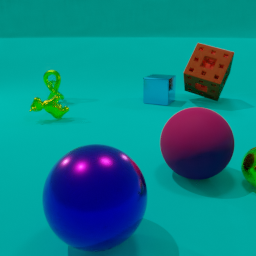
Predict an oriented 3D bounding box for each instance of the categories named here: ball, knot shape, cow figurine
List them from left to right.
[{"bbox_3d":[-2.494,-0.619,8.795,1.015,1.032,0.566,-40,19,-8],"label":"cow figurine"},{"bbox_3d":[-2.897,-1.654,10.855,0.592,1.198,1.281,-13,10,-23],"label":"knot shape"},{"bbox_3d":[-0.416,0.878,3.647,1.342,1.342,1.342,0,20,0],"label":"ball"},{"bbox_3d":[1.304,0.292,5.356,1.375,1.375,1.375,0,20,0],"label":"ball"},{"bbox_3d":[2.472,0.710,5.066,0.799,0.799,0.799,0,20,0],"label":"ball"}]

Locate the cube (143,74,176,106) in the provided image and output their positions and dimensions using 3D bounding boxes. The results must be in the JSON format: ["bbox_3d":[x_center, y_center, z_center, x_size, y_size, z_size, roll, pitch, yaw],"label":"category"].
[{"bbox_3d":[1.238,-1.516,10.937,1.003,1.003,1.003,8,21,24],"label":"cube"}]

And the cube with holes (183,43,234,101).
[{"bbox_3d":[3.063,-2.121,10.739,1.385,1.385,1.385,22,-14,20],"label":"cube with holes"}]
